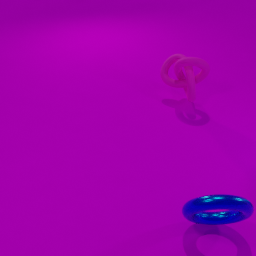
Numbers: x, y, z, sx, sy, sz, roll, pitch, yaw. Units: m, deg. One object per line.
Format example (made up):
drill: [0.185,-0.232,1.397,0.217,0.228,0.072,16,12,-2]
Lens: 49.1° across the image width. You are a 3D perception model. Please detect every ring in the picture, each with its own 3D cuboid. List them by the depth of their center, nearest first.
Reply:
ring: [1.521,1.417,4.798,1.181,1.181,0.236,1,57,1]

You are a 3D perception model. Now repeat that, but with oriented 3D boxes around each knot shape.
knot shape: [1.647,-1.387,7.954,0.680,1.376,1.471,-34,26,-29]
